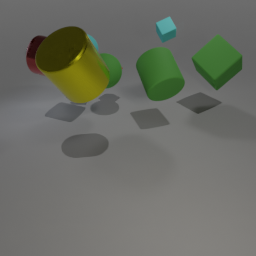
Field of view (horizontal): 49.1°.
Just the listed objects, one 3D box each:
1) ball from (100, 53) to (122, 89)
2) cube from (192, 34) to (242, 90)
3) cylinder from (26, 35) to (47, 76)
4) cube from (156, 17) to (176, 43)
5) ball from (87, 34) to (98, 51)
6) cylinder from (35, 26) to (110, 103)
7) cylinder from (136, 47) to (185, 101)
[{"bbox_3d":[-0.942,-2.288,11.275,1.400,1.400,1.400,0,31,0],"label":"ball"},{"bbox_3d":[3.708,-2.678,11.615,1.400,1.400,1.400,52,11,22],"label":"cube"},{"bbox_3d":[-2.690,-2.523,10.172,1.400,1.400,1.400,17,34,15],"label":"cylinder"},{"bbox_3d":[1.732,-4.466,12.765,0.700,0.700,0.700,-25,74,1],"label":"cube"},{"bbox_3d":[-2.101,-3.716,13.191,1.400,1.400,1.400,0,31,0],"label":"ball"},{"bbox_3d":[-1.355,-1.565,7.113,1.400,1.400,1.400,-10,60,17],"label":"cylinder"},{"bbox_3d":[1.146,-1.921,10.095,1.400,1.400,1.400,-10,63,-17],"label":"cylinder"}]
